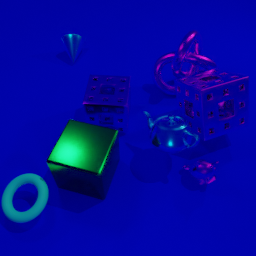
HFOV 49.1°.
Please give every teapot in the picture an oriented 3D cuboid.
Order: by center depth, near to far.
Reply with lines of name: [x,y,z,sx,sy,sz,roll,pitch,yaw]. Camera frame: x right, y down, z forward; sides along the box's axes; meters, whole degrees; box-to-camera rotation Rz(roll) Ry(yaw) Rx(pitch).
teapot: [0.986,0.060,6.758,1.056,0.832,1.699,-25,36,-37]

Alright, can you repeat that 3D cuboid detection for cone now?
cone: [-1.965,-2.707,10.035,0.902,0.902,0.905,-5,70,-4]

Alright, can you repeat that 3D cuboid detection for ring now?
ring: [-2.305,1.550,6.264,1.089,0.218,1.089,-5,62,10]

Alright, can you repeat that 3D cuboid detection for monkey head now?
monkey head: [1.882,1.013,6.911,1.011,0.609,0.727,-16,13,45]

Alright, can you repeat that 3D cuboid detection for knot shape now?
knot shape: [1.791,-2.035,8.585,2.062,1.930,0.953,-11,49,-7]

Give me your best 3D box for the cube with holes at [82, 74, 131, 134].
cube with holes: [-0.551,-0.672,7.961,1.159,1.159,1.159,3,51,3]

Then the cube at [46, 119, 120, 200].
cube: [-0.984,0.757,6.697,1.264,1.264,1.264,13,53,10]

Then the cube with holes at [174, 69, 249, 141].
cube with holes: [2.225,-0.686,7.535,1.353,1.353,1.353,-17,24,-14]
